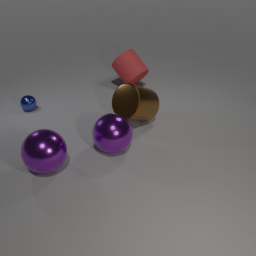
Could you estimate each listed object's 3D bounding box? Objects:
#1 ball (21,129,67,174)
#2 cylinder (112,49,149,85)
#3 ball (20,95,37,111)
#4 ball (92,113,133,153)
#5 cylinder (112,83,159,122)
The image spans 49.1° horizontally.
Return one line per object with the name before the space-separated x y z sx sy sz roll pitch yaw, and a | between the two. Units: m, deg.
ball | -2.620 0.726 8.784 1.400 1.400 1.400 0 32 0
cylinder | 0.114 -3.053 14.298 1.400 1.400 1.400 -33 84 -41
ball | -4.420 -1.111 12.437 0.700 0.700 0.700 0 32 0
ball | -0.532 0.178 9.690 1.400 1.400 1.400 0 32 0
cylinder | 0.307 -0.982 11.129 1.400 1.400 1.400 27 14 36
